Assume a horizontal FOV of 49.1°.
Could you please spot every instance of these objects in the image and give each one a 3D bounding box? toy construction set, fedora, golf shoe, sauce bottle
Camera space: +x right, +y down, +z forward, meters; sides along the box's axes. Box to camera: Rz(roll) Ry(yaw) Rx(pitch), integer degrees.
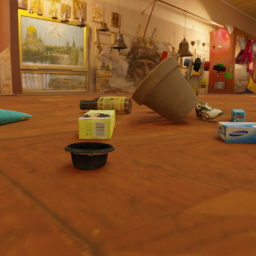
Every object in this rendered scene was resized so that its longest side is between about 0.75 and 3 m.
[{"bbox_3d":[2.687,-2.088,12.858,2.970,2.282,2.477,10,13,-12],"label":"toy construction set"},{"bbox_3d":[-0.757,0.564,5.548,0.989,0.452,0.989,3,8,0],"label":"fedora"},{"bbox_3d":[3.554,-0.755,12.529,0.601,0.686,1.557,-28,16,-24],"label":"golf shoe"},{"bbox_3d":[-1.280,-1.276,15.840,2.962,0.978,0.978,-1,9,14],"label":"sauce bottle"}]

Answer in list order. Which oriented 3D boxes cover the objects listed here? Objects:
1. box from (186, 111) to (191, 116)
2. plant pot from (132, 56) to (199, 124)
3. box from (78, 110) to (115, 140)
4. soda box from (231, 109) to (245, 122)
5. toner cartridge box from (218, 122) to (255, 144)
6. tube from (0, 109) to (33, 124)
[{"bbox_3d":[2.253,-1.320,13.923,2.057,0.427,1.224,26,22,-29],"label":"box"},{"bbox_3d":[1.699,-1.363,11.618,2.128,2.441,2.441,46,16,3],"label":"plant pot"},{"bbox_3d":[-0.980,-0.183,9.582,1.022,0.680,2.715,0,8,-1],"label":"box"},{"bbox_3d":[4.839,-0.525,12.331,0.464,0.491,1.446,3,9,17],"label":"soda box"},{"bbox_3d":[3.854,0.136,8.185,2.187,0.472,1.039,1,9,5],"label":"toner cartridge box"},{"bbox_3d":[-5.166,-0.496,11.936,1.057,0.688,2.729,9,5,8],"label":"tube"}]
